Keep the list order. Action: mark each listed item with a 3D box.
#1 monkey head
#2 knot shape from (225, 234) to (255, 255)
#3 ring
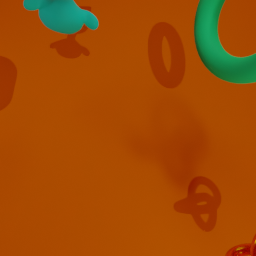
[{"bbox_3d":[-1.096,-2.090,4.788,1.233,0.743,0.887,11,112,-19],"label":"monkey head"},{"bbox_3d":[2.235,2.208,4.320,1.230,0.569,1.151,-31,60,-7],"label":"knot shape"},{"bbox_3d":[1.838,-1.720,4.294,0.413,2.066,2.066,-3,67,-33],"label":"ring"}]
